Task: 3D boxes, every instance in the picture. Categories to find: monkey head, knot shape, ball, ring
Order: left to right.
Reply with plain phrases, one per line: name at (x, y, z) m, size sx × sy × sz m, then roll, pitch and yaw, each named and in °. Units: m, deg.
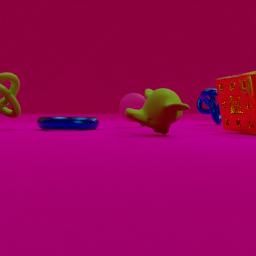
knot shape at (-3.543, -0.961, 7.768) m, size 1.406 × 1.315 × 0.649 m, roll 27°, pitch 18°, yaw -27°
ring at (-1.696, -0.149, 8.027) m, size 1.746 × 0.349 × 1.746 m, roll 1°, pitch 2°, yaw 0°
ball at (0.186, -0.672, 9.255) m, size 0.963 × 0.963 × 0.963 m, roll 0°, pitch 3°, yaw 0°
monkey head at (0.556, -0.423, 5.813) m, size 1.090 × 0.913 × 1.516 m, roll 19°, pitch 10°, yaw -29°
knot shape at (3.358, -1.018, 11.190) m, size 0.741 × 1.604 × 1.501 m, roll -24°, pitch -33°, yaw -10°

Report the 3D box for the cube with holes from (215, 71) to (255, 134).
cube with holes at (2.920, -0.642, 6.258) m, size 1.229 × 1.229 × 1.229 m, roll -14°, pitch 8°, yaw -14°
